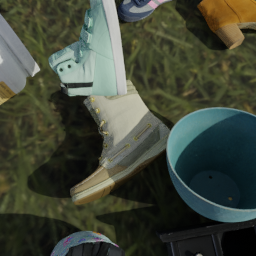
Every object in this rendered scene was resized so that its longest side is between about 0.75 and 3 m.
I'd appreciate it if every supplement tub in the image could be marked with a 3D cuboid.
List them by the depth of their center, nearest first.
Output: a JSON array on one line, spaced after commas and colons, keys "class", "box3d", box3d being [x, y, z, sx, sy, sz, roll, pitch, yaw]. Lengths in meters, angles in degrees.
[{"class": "supplement tub", "box3d": [-3.939, -1.371, 6.926, 2.931, 2.116, 2.116, -37, 77, -10]}]

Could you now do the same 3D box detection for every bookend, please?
[{"class": "bookend", "box3d": [1.951, 3.263, 6.149, 2.268, 1.045, 2.254, -8, 74, -2]}]

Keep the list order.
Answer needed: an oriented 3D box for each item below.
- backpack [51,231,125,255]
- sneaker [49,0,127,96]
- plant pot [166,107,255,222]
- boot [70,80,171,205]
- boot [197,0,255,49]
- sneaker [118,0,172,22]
[{"class": "backpack", "box3d": [-0.975, 3.474, 5.711, 2.120, 1.608, 2.541, 14, 76, -25]}, {"class": "sneaker", "box3d": [-0.826, -1.585, 4.932, 1.385, 2.348, 0.864, -7, 30, 1]}, {"class": "plant pot", "box3d": [2.079, 1.028, 6.280, 2.549, 1.717, 2.549, -1, 49, 1]}, {"class": "boot", "box3d": [-0.543, 0.273, 7.012, 2.962, 1.067, 2.290, -33, 77, -15]}, {"class": "boot", "box3d": [3.497, -3.604, 8.195, 2.526, 0.889, 1.808, -28, 81, -2]}, {"class": "sneaker", "box3d": [0.775, -4.135, 8.295, 2.554, 1.048, 0.896, -35, 77, -9]}]
